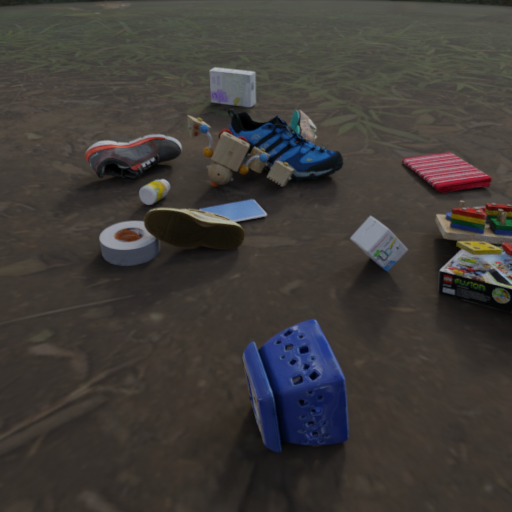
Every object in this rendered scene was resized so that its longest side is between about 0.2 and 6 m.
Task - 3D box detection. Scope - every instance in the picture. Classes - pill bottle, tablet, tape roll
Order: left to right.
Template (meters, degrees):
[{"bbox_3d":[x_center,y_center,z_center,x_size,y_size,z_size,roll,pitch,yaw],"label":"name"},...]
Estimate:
[{"bbox_3d":[-2.542,-0.265,11.327,1.179,0.389,1.179,0,31,0],"label":"tape roll"},{"bbox_3d":[-2.386,-1.539,13.303,0.453,0.453,0.804,12,28,19],"label":"pill bottle"},{"bbox_3d":[-0.538,-0.976,12.759,1.363,0.093,0.887,-12,33,-18],"label":"tablet"}]

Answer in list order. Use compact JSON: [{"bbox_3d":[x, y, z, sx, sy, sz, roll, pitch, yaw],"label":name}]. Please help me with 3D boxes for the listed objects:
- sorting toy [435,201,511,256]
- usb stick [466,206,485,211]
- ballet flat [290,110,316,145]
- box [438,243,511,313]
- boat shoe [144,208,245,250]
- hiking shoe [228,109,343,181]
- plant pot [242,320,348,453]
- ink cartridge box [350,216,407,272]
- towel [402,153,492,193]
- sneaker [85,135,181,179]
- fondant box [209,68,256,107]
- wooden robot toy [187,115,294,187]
[{"bbox_3d":[4.494,-0.683,11.079,1.598,0.561,3.315,6,18,10],"label":"sorting toy"},{"bbox_3d":[5.149,-1.046,12.825,0.948,0.155,0.263,-5,32,-8],"label":"usb stick"},{"bbox_3d":[1.441,-3.724,16.836,0.731,0.740,2.173,18,35,-11],"label":"ballet flat"},{"bbox_3d":[4.820,0.481,9.672,2.831,0.491,1.558,16,34,37],"label":"box"},{"bbox_3d":[-1.277,-0.574,11.412,2.035,0.753,0.675,13,17,-17],"label":"boat shoe"},{"bbox_3d":[0.664,-2.888,14.597,3.298,1.430,1.227,13,34,19],"label":"hiking shoe"},{"bbox_3d":[0.477,1.742,7.333,1.110,1.235,1.235,-13,34,-8],"label":"plant pot"},{"bbox_3d":[2.343,-0.229,10.697,0.595,0.811,0.592,-48,39,6],"label":"ink cartridge box"},{"bbox_3d":[4.935,-2.195,14.634,1.510,0.235,2.088,-8,31,-10],"label":"towel"},{"bbox_3d":[-3.091,-2.426,14.656,2.549,0.982,1.044,-13,63,-25],"label":"sneaker"},{"bbox_3d":[-0.830,-5.988,19.918,1.607,1.159,0.468,14,36,21],"label":"fondant box"},{"bbox_3d":[-0.631,-2.309,14.038,2.956,1.341,1.302,25,17,-9],"label":"wooden robot toy"}]
